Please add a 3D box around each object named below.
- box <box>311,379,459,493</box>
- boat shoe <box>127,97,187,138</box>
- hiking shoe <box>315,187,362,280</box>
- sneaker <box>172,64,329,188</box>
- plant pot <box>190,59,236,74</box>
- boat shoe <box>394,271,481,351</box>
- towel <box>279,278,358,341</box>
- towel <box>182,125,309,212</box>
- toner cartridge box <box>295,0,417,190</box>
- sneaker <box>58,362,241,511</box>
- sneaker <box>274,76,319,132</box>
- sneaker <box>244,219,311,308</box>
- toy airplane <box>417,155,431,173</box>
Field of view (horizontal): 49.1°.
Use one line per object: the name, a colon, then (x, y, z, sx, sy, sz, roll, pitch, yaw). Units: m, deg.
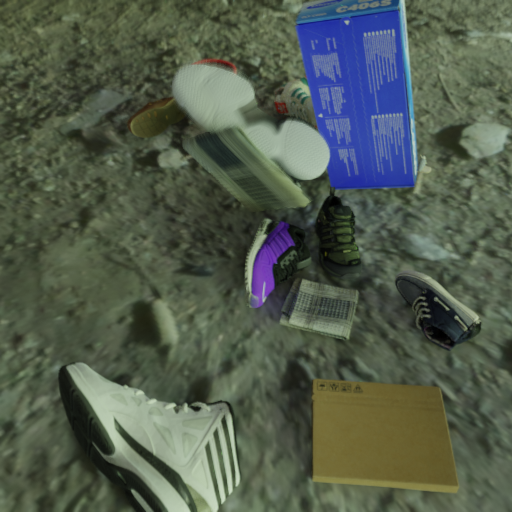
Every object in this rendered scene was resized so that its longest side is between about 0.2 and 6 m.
box: (1.752, 2.505, 7.970, 1.937, 0.206, 1.583, 3, 43, 3)
boat shoe: (-2.611, -3.573, 14.352, 0.668, 0.712, 1.977, 19, 40, 28)
hiking shoe: (1.528, -0.433, 10.609, 0.755, 1.003, 1.993, -7, 43, -7)
sneaker: (-0.291, -2.419, 11.646, 3.461, 1.970, 1.306, 31, 70, -5)
plant pot: (-1.168, -4.342, 14.758, 1.334, 1.215, 1.334, 0, 41, 0)
boat shoe: (2.881, 0.891, 9.417, 0.775, 0.624, 1.671, -26, 49, -36)
towel: (1.105, 0.872, 9.766, 1.235, 0.213, 1.189, 11, 44, 13)
towel: (-0.197, -1.626, 10.665, 2.033, 2.112, 0.365, 1, 53, 56)
toner cartridge box: (2.097, -3.040, 10.990, 1.838, 3.869, 0.835, 0, 47, 20)
sneaker: (-1.373, 2.326, 7.736, 1.685, 1.105, 2.929, -27, 56, -39)
sneaker: (1.164, -3.804, 14.534, 1.208, 0.910, 2.584, -15, 43, 0)
sneaker: (0.446, 0.092, 10.213, 1.089, 0.761, 2.190, 9, 43, 9)
toy airplane: (3.352, -2.133, 12.732, 0.958, 0.676, 0.954, -11, 44, -12)
